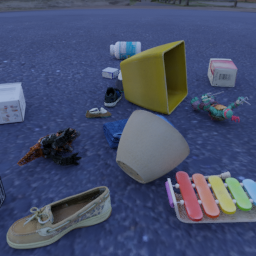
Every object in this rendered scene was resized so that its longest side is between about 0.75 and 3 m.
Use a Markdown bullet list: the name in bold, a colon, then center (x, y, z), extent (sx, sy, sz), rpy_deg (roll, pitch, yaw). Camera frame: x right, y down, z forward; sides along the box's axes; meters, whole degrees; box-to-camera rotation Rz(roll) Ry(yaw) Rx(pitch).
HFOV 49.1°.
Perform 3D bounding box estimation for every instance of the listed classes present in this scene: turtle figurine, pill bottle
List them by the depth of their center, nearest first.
- **turtle figurine**: center (3.678, -0.889, 11.463), extent (1.772, 1.192, 2.367), rpy_deg (8, 9, -20)
- **pill bottle**: center (-0.166, -5.386, 19.449), extent (2.092, 1.159, 1.159), rpy_deg (1, 29, 3)

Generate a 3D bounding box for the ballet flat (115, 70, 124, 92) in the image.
- **ballet flat**: center (-0.212, -2.785, 15.172), extent (0.899, 0.899, 2.460), rpy_deg (4, 30, 7)

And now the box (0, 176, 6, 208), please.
- **box**: center (-3.662, 1.672, 6.911), extent (0.721, 1.170, 1.161), rpy_deg (0, 29, 0)

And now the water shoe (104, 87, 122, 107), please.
- **water shoe**: center (-0.672, -1.640, 13.235), extent (0.660, 0.728, 1.845), rpy_deg (3, 30, 6)

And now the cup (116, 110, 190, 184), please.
- **cup**: center (0.502, 0.709, 8.132), extent (2.061, 2.061, 1.474), rpy_deg (26, 67, 38)

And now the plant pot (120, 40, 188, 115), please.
- **plant pot**: center (1.158, -2.366, 12.912), extent (2.347, 2.661, 2.660), rpy_deg (5, 28, 30)

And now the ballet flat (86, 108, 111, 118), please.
- **ballet flat**: center (-1.245, -0.659, 11.836), extent (1.096, 0.396, 0.372), rpy_deg (-4, 30, -7)

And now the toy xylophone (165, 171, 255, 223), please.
- **toy xylophone**: center (2.268, 1.688, 7.367), extent (2.717, 0.683, 1.989), rpy_deg (-5, 29, -9)

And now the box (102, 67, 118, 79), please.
- **box**: center (-1.028, -3.211, 16.365), extent (0.700, 0.399, 0.761), rpy_deg (15, 32, 23)

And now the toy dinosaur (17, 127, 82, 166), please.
- **toy dinosaur**: center (-2.411, 0.672, 9.141), extent (1.608, 1.210, 2.370), rpy_deg (5, 45, 39)

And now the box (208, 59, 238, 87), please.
- **box**: center (5.186, -3.089, 15.493), extent (1.212, 1.033, 1.896), rpy_deg (3, 30, 6)

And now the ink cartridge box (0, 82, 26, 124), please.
- **ink cartridge box**: center (-5.711, -1.040, 11.846), extent (2.469, 1.035, 2.168), rpy_deg (-7, 30, -12)

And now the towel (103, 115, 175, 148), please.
- **towel**: center (0.376, 0.020, 10.416), extent (2.485, 0.603, 1.387), rpy_deg (-10, 30, -17)

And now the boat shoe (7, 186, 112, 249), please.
- **boat shoe**: center (-1.600, 2.027, 6.658), extent (2.499, 0.783, 0.916), rpy_deg (-15, 33, -25)
